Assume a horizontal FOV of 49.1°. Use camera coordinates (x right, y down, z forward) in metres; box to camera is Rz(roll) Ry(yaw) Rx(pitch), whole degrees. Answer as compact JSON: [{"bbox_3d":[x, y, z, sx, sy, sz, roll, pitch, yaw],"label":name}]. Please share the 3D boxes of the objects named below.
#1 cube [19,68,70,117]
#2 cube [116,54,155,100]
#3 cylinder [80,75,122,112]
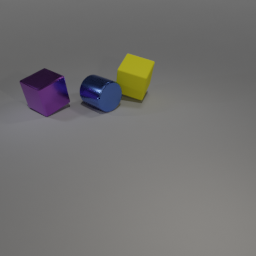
[{"bbox_3d":[-3.661,-1.607,12.463,1.400,1.400,1.400,25,49,31],"label":"cube"},{"bbox_3d":[0.321,-2.433,13.344,1.400,1.400,1.400,19,50,7],"label":"cube"},{"bbox_3d":[-1.237,-1.596,12.739,1.400,1.400,1.400,25,38,37],"label":"cylinder"}]
